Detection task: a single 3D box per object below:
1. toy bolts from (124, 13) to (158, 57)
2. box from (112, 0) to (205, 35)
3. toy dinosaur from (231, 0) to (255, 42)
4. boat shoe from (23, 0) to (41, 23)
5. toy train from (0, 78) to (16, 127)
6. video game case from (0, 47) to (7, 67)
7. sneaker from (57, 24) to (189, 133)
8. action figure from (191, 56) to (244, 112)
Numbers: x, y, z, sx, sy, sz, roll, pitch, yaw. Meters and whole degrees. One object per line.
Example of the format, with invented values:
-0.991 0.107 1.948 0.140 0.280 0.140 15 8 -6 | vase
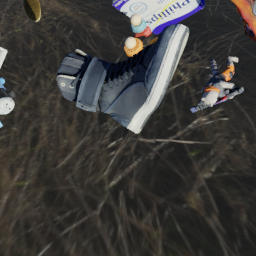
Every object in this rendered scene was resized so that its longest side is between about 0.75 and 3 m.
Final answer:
0.364 -2.196 6.613 0.979 0.711 1.025 -10 69 19 | toy bolts
0.891 -3.975 8.154 2.066 1.900 1.084 15 68 -43 | box
3.016 -3.020 7.234 2.500 2.269 1.313 -36 46 -14 | toy dinosaur
-3.259 -4.194 9.450 0.547 0.484 1.494 -16 81 -7 | boat shoe
-2.492 -0.657 4.545 0.914 0.694 1.600 -35 68 -17 | toy train
-1.969 -0.806 3.386 0.087 0.758 0.691 4 73 59 | video game case
-0.201 -0.791 3.839 1.527 2.113 0.804 28 58 -2 | sneaker
1.590 -0.795 5.392 0.616 1.178 1.140 45 46 -16 | action figure
